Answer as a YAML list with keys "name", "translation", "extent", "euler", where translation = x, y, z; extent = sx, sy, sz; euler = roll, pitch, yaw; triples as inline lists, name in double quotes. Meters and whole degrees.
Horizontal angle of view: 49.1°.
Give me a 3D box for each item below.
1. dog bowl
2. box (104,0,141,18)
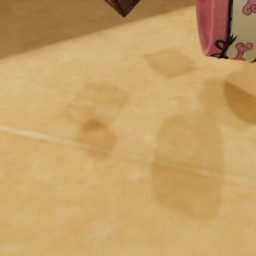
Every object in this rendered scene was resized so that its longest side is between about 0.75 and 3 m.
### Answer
- name: "dog bowl"
  translation: [2.062, -2.741, 5.853]
  extent: [1.042, 2.825, 2.825]
  euler: [-5, 46, 7]
- name: "box"
  translation: [-0.279, -3.869, 7.154]
  extent: [1.143, 1.392, 1.155]
  euler: [-45, 72, 7]
